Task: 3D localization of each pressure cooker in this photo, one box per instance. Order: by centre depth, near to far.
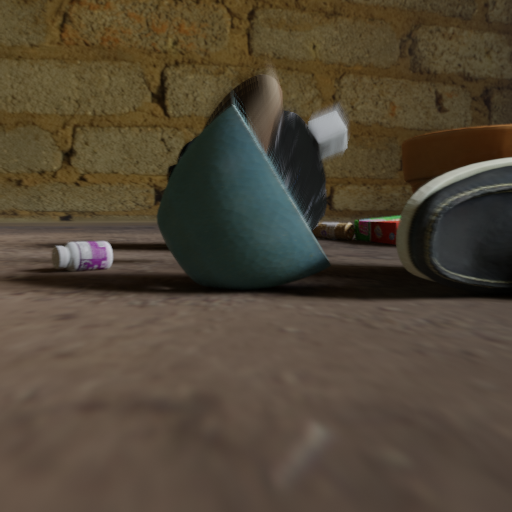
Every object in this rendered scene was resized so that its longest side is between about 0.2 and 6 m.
[{"bbox_3d":[-0.282,-1.411,11.128,2.806,2.468,2.506,-11,33,28],"label":"pressure cooker"}]

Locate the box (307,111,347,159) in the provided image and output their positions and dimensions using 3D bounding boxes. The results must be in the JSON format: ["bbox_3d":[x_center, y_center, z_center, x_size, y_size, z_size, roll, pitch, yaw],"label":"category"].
[{"bbox_3d":[1.470,-2.487,11.560,0.662,0.567,0.658,-23,-28,-1],"label":"box"}]

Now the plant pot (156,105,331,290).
[{"bbox_3d":[-0.237,-0.361,5.357,1.183,1.756,1.756,-31,2,6],"label":"plant pot"}]

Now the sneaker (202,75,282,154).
[{"bbox_3d":[-0.291,-1.317,7.464,0.908,0.847,2.404,17,-48,-36],"label":"sneaker"}]

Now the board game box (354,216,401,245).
[{"bbox_3d":[3.840,-0.692,13.901,2.005,0.528,2.621,-7,6,-11],"label":"board game box"}]

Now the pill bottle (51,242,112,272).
[{"bbox_3d":[-2.204,0.010,7.083,0.679,0.381,0.381,-3,5,-41],"label":"pill bottle"}]

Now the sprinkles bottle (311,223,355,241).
[{"bbox_3d":[1.989,-0.678,15.244,1.410,0.481,0.481,4,6,45],"label":"sprinkles bottle"}]

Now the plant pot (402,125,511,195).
[{"bbox_3d":[2.821,-0.552,6.430,2.270,1.589,2.270,1,4,0],"label":"plant pot"}]

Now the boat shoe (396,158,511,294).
[{"bbox_3d":[2.861,-0.226,4.849,3.366,1.209,1.138,0,9,-15],"label":"boat shoe"}]
